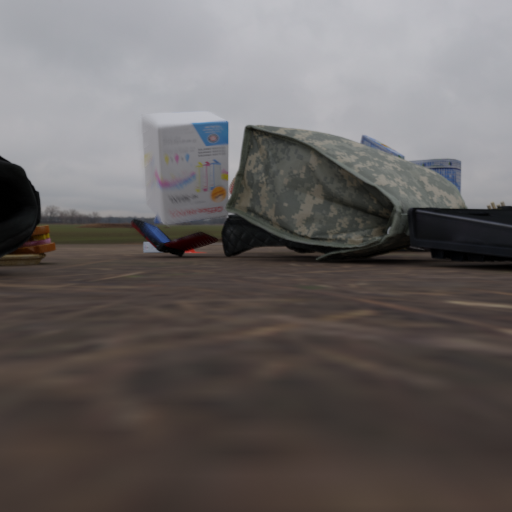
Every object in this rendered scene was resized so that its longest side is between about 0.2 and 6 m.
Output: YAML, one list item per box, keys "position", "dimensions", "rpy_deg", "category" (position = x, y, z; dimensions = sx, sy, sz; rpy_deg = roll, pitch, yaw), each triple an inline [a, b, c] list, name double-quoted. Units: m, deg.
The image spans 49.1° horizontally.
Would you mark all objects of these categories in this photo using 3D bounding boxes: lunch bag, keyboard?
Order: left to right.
- position: [1.130, -0.653, 6.619]
  dimensions: [2.259, 1.328, 1.853]
  rpy_deg: [27, 22, 36]
  category: "lunch bag"
- position: [3.448, -0.178, 5.630]
  dimensions: [4.011, 0.515, 2.409]
  rpy_deg: [0, 11, -24]
  category: "keyboard"

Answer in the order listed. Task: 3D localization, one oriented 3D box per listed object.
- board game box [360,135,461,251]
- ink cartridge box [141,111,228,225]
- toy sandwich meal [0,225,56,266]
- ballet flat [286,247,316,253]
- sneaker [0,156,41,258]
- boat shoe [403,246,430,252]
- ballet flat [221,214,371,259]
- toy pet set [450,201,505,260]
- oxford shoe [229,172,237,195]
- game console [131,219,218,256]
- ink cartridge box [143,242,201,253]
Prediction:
- position: [3.431, -1.553, 13.705]
  dimensions: [2.879, 2.877, 0.888]
  rpy_deg: [0, 1, 35]
  category: "board game box"
- position: [-1.013, -1.206, 8.108]
  dimensions: [1.019, 1.585, 0.993]
  rpy_deg: [-10, 25, -22]
  category: "ink cartridge box"
- position: [-2.602, -0.110, 5.540]
  dimensions: [1.182, 0.405, 1.182]
  rpy_deg: [0, 1, 0]
  category: "toy sandwich meal"
- position: [1.569, -0.602, 8.491]
  dimensions: [2.633, 0.875, 0.748]
  rpy_deg: [-9, -26, 24]
  category: "ballet flat"
- position: [-2.529, -0.367, 3.061]
  dimensions: [1.503, 1.037, 2.702]
  rpy_deg: [-9, -10, 34]
  category: "sneaker"
- position: [3.920, -0.350, 12.449]
  dimensions: [1.580, 0.568, 0.512]
  rpy_deg: [6, -5, -15]
  category: "boat shoe"
- position: [0.600, -0.196, 8.099]
  dimensions: [2.356, 0.669, 0.783]
  rpy_deg: [8, 12, 24]
  category: "ballet flat"
- position: [2.665, -0.156, 6.940]
  dimensions: [1.147, 0.609, 1.071]
  rpy_deg: [-33, 17, -18]
  category: "toy pet set"
- position: [0.365, -1.518, 10.670]
  dimensions: [1.253, 1.330, 3.556]
  rpy_deg: [9, 12, -18]
  category: "oxford shoe"
- position: [-1.187, -0.358, 8.281]
  dimensions: [0.910, 0.627, 1.056]
  rpy_deg: [43, 3, 10]
  category: "game console"
- position: [-1.679, -0.179, 11.671]
  dimensions: [1.065, 0.304, 0.866]
  rpy_deg: [-4, -2, 37]
  category: "ink cartridge box"
